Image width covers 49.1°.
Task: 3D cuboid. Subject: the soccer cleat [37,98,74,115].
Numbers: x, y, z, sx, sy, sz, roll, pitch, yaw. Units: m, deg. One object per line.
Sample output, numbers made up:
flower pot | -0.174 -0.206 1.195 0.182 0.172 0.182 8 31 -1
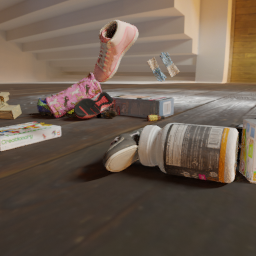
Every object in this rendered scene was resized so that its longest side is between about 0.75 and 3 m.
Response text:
soccer cleat | -3.427 -1.202 14.314 2.339 0.979 0.756 -5 13 -23

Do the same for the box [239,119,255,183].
box | 2.821 0.470 5.914 0.625 1.233 0.694 0 11 1

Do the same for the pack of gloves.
pack of gloves | 1.737 -3.084 14.069 1.147 1.365 0.269 -31 -6 13

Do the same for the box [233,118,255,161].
box | 3.917 0.340 7.325 1.691 0.889 2.065 11 16 41

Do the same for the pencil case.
pencil case | -2.554 -1.569 13.324 2.693 1.165 1.115 -30 -3 -6

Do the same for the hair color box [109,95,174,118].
hair color box | 0.632 -1.122 14.110 2.997 0.909 1.484 8 15 35

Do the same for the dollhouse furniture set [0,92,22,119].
dollhouse furniture set | -6.418 -1.760 13.828 2.888 1.606 2.554 2 29 11

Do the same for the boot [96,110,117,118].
boot | -1.005 -0.584 13.103 1.036 0.387 0.502 1 21 43

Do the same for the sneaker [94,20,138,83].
sneaker | -0.575 -2.074 7.518 0.690 1.834 0.959 50 25 26

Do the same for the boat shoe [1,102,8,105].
boat shoe | -6.504 -1.075 14.657 0.602 0.588 1.591 6 14 27

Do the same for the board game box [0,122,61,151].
board game box | -3.502 0.212 9.112 1.417 0.388 2.244 9 15 34

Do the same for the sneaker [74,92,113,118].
sneaker | -1.701 -0.848 13.366 1.111 0.944 2.561 -46 -9 36

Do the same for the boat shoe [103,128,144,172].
boat shoe | 0.000 0.444 6.693 0.687 0.806 2.411 44 23 19

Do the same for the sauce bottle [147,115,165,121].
sauce bottle | 1.252 -0.454 12.584 0.821 0.271 0.271 -2 12 -20

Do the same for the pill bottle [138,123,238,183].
pill bottle | 1.301 0.482 6.080 1.973 1.148 1.148 5 13 25
